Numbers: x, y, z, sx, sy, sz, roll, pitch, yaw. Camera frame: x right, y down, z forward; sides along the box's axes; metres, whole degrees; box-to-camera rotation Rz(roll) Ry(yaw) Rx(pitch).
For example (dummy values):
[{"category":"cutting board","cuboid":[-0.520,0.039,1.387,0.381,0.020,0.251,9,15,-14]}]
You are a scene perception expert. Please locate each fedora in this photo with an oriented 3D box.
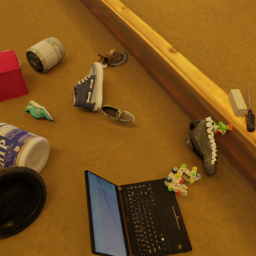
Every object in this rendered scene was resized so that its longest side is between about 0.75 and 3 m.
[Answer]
[{"category":"fedora","cuboid":[-3.402,1.963,7.822,2.097,2.097,0.958,-38,29,-28]}]

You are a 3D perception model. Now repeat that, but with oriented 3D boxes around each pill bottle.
[{"category":"pill bottle","cuboid":[-3.817,0.605,8.963,2.256,1.350,1.350,18,51,16]}]

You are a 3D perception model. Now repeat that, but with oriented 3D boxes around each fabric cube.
[{"category":"fabric cube","cuboid":[-4.992,-2.098,11.327,1.401,1.374,1.396,-19,51,-17]}]

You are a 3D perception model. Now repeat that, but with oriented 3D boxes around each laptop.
[{"category":"laptop","cuboid":[0.258,2.206,7.574,2.583,1.334,2.289,-8,50,-7]}]

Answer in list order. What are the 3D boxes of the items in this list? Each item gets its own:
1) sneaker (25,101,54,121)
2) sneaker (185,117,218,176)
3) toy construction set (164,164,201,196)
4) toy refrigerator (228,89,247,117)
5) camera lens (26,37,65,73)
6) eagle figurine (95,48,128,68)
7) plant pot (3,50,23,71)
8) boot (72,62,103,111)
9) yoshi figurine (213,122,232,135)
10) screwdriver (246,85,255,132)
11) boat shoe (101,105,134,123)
[{"category":"sneaker","cuboid":[-3.355,-0.543,10.638,1.367,0.530,0.544,25,70,28]},{"category":"sneaker","cuboid":[2.447,0.605,9.422,1.021,0.750,2.258,-4,53,13]},{"category":"toy construction set","cuboid":[1.636,1.607,8.539,0.876,0.615,1.336,28,33,18]},{"category":"toy refrigerator","cuboid":[4.301,-0.992,10.988,0.391,0.424,1.117,-1,48,-1]},{"category":"camera lens","cuboid":[-3.676,-3.251,12.478,1.158,1.158,1.448,28,54,22]},{"category":"eagle figurine","cuboid":[-0.752,-3.292,12.895,1.270,0.958,0.964,-12,88,-49]},{"category":"plant pot","cuboid":[-5.243,-2.957,12.441,0.905,0.828,0.905,0,48,0]},{"category":"boot","cuboid":[-1.593,-1.755,10.997,1.030,0.830,2.280,10,55,-24]},{"category":"yoshi figurine","cuboid":[3.276,-0.088,10.184,0.892,0.502,0.500,-1,36,5]},{"category":"screwdriver","cuboid":[4.748,-0.817,10.947,0.354,0.369,2.538,10,46,8]},{"category":"boat shoe","cuboid":[-0.396,-0.488,10.031,1.258,0.376,0.450,20,88,14]}]
